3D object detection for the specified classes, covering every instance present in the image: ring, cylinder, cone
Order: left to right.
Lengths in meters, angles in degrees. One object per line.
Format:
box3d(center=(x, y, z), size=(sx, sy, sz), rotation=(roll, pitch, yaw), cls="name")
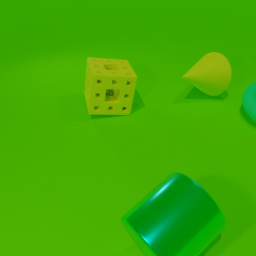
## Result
box3d(center=(0.676, 1.470, 4.315), size=(1.150, 1.150, 1.150), rotation=(-37, 47, -18), cls="cylinder")
box3d(center=(2.141, -1.589, 8.497), size=(1.367, 1.362, 1.362), rotation=(-11, 35, -34), cls="cone")
box3d(center=(4.231, -0.633, 7.812), size=(2.032, 0.406, 2.032), rotation=(1, 49, -2), cls="ring")

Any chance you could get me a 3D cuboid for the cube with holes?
box3d(center=(-0.557, -1.214, 8.155), size=(1.212, 1.212, 1.212), rotation=(0, 35, -16), cls="cube with holes")
